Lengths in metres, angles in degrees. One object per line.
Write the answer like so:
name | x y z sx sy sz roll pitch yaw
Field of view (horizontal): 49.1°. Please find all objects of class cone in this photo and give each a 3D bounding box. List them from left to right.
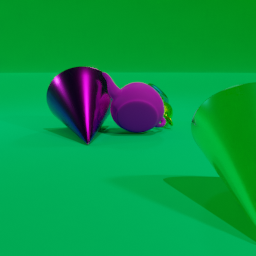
cone | -0.931 -0.201 6.075 1.669 1.669 1.675 -3 39 -12
cone | 1.288 0.481 2.786 1.327 1.327 1.332 3 48 12

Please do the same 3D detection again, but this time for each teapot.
teapot | 0.159 -0.554 6.321 1.923 1.196 0.942 33 35 -25

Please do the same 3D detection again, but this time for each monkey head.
monkey head | 0.782 -0.487 7.252 0.721 0.861 1.197 -16 38 5

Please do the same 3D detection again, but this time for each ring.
ring | 1.118 -1.271 10.596 0.215 1.076 1.076 -47 21 -4
